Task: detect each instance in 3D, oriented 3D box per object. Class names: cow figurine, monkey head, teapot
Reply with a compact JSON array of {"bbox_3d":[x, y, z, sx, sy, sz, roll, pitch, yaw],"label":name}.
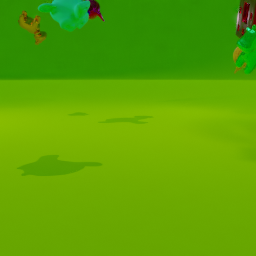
[{"bbox_3d":[-3.595,-3.724,10.535,1.101,1.084,0.605,18,51,-14],"label":"cow figurine"},{"bbox_3d":[2.313,-1.412,5.058,0.875,0.861,0.480,-11,48,-25],"label":"cow figurine"},{"bbox_3d":[-1.801,-3.833,8.873,1.854,1.117,1.334,-34,2,-34],"label":"monkey head"},{"bbox_3d":[-1.270,-4.083,9.762,1.121,0.697,0.549,34,-13,13],"label":"teapot"},{"bbox_3d":[3.812,-2.335,9.163,0.764,1.229,0.602,26,20,7],"label":"teapot"}]

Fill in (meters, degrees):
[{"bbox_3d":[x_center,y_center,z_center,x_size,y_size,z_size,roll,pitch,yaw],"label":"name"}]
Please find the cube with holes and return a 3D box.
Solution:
[{"bbox_3d":[3.302,-2.617,6.302,1.258,1.258,1.258,0,31,6],"label":"cube with holes"}]
